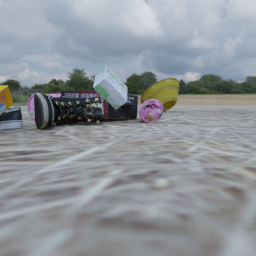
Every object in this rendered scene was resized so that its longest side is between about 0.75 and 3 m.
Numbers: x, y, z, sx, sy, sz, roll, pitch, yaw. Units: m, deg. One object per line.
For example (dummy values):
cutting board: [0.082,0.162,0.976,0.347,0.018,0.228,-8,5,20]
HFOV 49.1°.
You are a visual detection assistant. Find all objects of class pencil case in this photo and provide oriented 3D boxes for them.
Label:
pencil case: [-3.099,-0.925,12.137,1.109,1.109,2.537,3,5,27]
pencil case: [0.846,-0.661,10.513,0.864,0.827,1.997,3,5,2]

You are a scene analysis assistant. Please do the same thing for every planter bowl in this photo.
planter bowl: [2.397,-1.936,18.802,2.925,1.218,2.925,-21,-26,-11]

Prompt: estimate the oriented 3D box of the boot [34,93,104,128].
boot: [-1.752,-0.522,8.454,2.044,0.993,2.714,-3,0,-18]

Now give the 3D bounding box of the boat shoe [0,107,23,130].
boat shoe: [-3.641,-0.286,7.122,0.771,0.713,2.088,5,7,40]

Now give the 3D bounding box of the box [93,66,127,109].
box: [-0.549,-1.351,9.307,0.535,1.107,0.977,-33,31,24]

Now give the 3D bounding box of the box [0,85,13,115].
box: [-4.213,-0.387,6.064,2.798,0.580,1.666,0,30,11]

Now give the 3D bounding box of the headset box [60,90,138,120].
headset box: [-1.043,-0.912,11.257,2.755,1.033,2.047,5,3,34]
